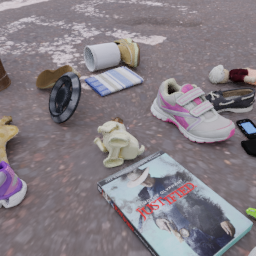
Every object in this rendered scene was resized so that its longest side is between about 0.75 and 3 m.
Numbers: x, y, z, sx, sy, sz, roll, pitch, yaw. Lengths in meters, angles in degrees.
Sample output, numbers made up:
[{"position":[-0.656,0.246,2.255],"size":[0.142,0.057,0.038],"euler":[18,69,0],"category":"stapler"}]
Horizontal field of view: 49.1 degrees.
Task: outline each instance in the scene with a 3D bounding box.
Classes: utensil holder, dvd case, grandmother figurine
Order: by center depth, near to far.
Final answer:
[{"position":[0.925,1.733,6.294],"size":[2.100,0.317,2.877],"euler":[-23,41,-28],"category":"dvd case"},{"position":[4.673,-2.036,11.102],"size":[2.809,0.851,1.703],"euler":[4,14,11],"category":"grandmother figurine"},{"position":[-1.138,-3.140,12.327],"size":[1.294,1.100,1.100],"euler":[-18,40,-27],"category":"utensil holder"}]

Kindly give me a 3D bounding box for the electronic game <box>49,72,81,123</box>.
[{"position":[-2.054,-0.988,9.040],"size":[0.353,1.697,1.697],"euler":[16,20,-42],"category":"electronic game"}]

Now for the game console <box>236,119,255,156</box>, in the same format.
[{"position":[3.757,0.248,8.412],"size":[1.005,0.205,1.704],"euler":[-5,36,-7],"category":"game console"}]

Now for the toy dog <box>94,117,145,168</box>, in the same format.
[{"position":[-0.281,0.247,7.820],"size":[1.329,0.956,1.371],"euler":[-7,34,-18],"category":"toy dog"}]

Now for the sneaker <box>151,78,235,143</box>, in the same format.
[{"position":[1.914,-0.606,8.629],"size":[1.210,1.312,2.974],"euler":[-30,46,-35],"category":"sneaker"}]

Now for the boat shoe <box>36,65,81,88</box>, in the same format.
[{"position":[-2.699,-1.828,10.647],"size":[2.061,0.665,0.734],"euler":[-4,73,36],"category":"boat shoe"}]

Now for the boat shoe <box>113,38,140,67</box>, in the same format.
[{"position":[-0.178,-3.459,12.797],"size":[1.094,1.029,2.872],"euler":[1,25,-12],"category":"boat shoe"}]

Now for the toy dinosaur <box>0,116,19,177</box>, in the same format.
[{"position":[-3.790,0.300,7.846],"size":[1.413,0.813,2.795],"euler":[-11,37,-16],"category":"toy dinosaur"}]

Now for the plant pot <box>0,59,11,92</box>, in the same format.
[{"position":[-5.593,-2.381,10.771],"size":[1.690,1.673,1.690],"euler":[-1,37,1],"category":"plant pot"}]

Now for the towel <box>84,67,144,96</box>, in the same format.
[{"position":[-0.558,-1.903,11.333],"size":[2.031,0.242,1.492],"euler":[-24,45,-27],"category":"towel"}]

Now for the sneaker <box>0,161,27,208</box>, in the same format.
[{"position":[-3.622,1.264,6.300],"size":[2.427,1.073,0.976],"euler":[-7,38,-8],"category":"sneaker"}]

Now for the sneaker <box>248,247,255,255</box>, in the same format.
[{"position":[3.424,2.130,4.932],"size":[2.870,1.266,1.168],"euler":[-10,37,-14],"category":"sneaker"}]

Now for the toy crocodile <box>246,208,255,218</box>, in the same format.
[{"position":[3.145,1.953,5.990],"size":[1.168,0.361,0.394],"euler":[10,-3,16],"category":"toy crocodile"}]

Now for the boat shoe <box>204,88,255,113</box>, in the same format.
[{"position":[3.137,-0.948,9.575],"size":[2.485,0.750,0.918],"euler":[-2,36,-3],"category":"boat shoe"}]
